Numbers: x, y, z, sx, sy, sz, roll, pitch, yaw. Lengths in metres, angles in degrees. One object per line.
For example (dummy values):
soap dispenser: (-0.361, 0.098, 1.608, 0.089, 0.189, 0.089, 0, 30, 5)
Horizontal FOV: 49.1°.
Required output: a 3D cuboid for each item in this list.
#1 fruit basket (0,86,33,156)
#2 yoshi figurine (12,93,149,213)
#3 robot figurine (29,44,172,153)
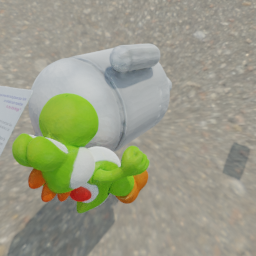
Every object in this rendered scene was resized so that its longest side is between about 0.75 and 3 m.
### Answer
fruit basket: (-2.111, 0.854, 3.265, 2.698, 1.365, 2.913, 11, 71, 50)
yoshi figurine: (-0.322, 0.198, 2.550, 0.862, 1.533, 0.858, -27, 63, 13)
robot figurine: (-0.357, -0.404, 4.212, 1.462, 2.195, 2.588, 47, 42, 12)
